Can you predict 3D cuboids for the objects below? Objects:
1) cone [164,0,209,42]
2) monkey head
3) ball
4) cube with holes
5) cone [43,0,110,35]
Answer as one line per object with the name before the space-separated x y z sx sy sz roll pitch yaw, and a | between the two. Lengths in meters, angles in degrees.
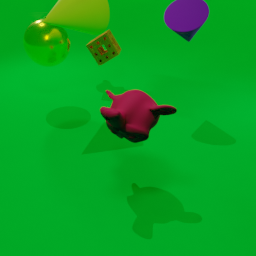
cone | 1.678 -2.797 7.888 1.173 1.177 1.173 -6 67 14
monkey head | 0.020 -0.337 5.297 1.631 1.174 0.983 18 75 31
ball | -2.481 -2.597 8.606 1.396 1.396 1.396 0 31 0
cube with holes | -0.854 -2.901 10.115 0.844 0.844 0.844 -27 22 17
cone | -1.544 -2.921 7.162 1.530 1.530 1.536 24 46 35
